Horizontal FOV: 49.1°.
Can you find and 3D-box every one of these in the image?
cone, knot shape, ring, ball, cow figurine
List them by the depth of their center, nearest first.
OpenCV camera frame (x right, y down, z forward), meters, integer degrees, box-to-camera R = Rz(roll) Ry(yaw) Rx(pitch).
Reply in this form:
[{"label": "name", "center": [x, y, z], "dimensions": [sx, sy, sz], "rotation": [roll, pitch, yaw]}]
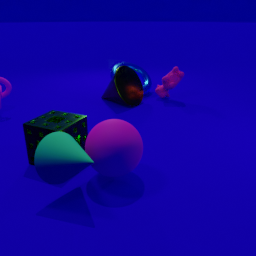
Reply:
[{"label": "cone", "center": [-0.997, 0.602, 5.239], "dimensions": [1.059, 1.055, 1.055], "rotation": [0, 18, 41]}, {"label": "ball", "center": [-0.296, 0.427, 6.002], "dimensions": [1.237, 1.237, 1.237], "rotation": [0, 23, 0]}, {"label": "knot shape", "center": [-4.548, -1.151, 9.683], "dimensions": [1.124, 1.051, 0.519], "rotation": [-14, -4, 21]}, {"label": "cone", "center": [-0.523, -1.442, 11.245], "dimensions": [1.644, 1.638, 1.638], "rotation": [-16, 9, 40]}, {"label": "cow figurine", "center": [1.695, -1.827, 11.446], "dimensions": [0.708, 1.290, 1.270], "rotation": [45, -2, 6]}, {"label": "ring", "center": [0.148, -2.140, 12.267], "dimensions": [1.918, 0.384, 1.918], "rotation": [12, 51, -15]}]

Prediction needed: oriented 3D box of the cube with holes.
[{"label": "cube with holes", "center": [-1.703, 0.287, 6.812], "dimensions": [1.063, 1.063, 1.063], "rotation": [10, 25, 23]}]
